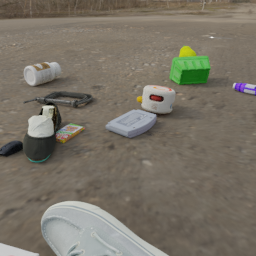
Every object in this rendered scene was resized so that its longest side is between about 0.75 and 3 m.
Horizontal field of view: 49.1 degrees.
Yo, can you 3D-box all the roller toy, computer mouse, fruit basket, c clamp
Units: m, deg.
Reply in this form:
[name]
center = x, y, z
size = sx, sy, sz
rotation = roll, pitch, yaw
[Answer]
[roller toy]
center = 1.058, -0.992, 9.974
size = 1.240, 0.867, 1.131
rotation = -2, 22, -29
[computer mouse]
center = -3.469, 0.656, 7.359
size = 0.448, 0.260, 1.529
rotation = 21, 34, 34
[fruit basket]
center = 2.884, -2.994, 13.372
size = 1.926, 1.389, 1.926
rotation = 2, 41, -2
[c clamp]
center = -2.566, -1.087, 10.906
size = 2.219, 0.300, 1.895
rotation = 5, 22, 13

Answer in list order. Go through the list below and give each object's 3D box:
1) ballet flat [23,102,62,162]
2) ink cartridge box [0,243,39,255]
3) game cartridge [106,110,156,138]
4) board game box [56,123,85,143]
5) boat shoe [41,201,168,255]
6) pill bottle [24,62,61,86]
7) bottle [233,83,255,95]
[ballet flat]
center = -2.464, -0.064, 8.065
size = 0.884, 0.890, 2.601
rotation = 2, 27, -8
[ink cartridge box]
center = -2.655, 2.045, 3.089
size = 2.682, 1.148, 1.979
rotation = 6, 9, 15
[game cartridge]
center = 0.182, -0.159, 8.977
size = 1.047, 0.318, 1.571
rotation = 16, 31, 36
[board game box]
center = -1.828, 0.127, 8.565
size = 0.515, 0.162, 1.078
rotation = 14, 27, 25
[boat shoe]
center = -0.388, 1.863, 3.930
size = 2.715, 0.947, 0.967
rotation = 19, 10, 28
[pill bottle]
center = -3.967, -2.596, 13.160
size = 0.910, 0.910, 1.591
rotation = 17, 31, 30
[bottle]
center = 5.060, -1.684, 11.937
size = 1.107, 0.361, 0.462
rotation = 20, 35, 34
